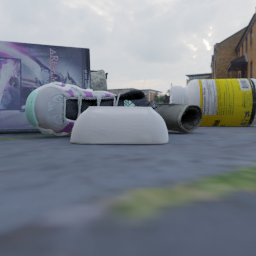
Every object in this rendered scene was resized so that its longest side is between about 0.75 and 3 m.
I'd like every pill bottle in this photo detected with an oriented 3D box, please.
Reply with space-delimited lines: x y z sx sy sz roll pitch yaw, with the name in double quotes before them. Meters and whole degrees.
"pill bottle" 2.918 -0.867 9.650 2.874 1.616 1.616 0 2 6

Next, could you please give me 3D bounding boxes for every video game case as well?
"video game case" -1.840 -0.732 5.121 2.347 1.677 0.223 -1 -7 -18

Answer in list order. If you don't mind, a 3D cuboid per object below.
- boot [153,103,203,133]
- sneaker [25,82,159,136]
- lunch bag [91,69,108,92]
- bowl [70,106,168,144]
"boot" 0.208 -0.200 5.659 2.038 0.740 1.853 18 29 39
"sneaker" -0.303 -0.314 4.469 1.578 0.877 2.256 0 2 36
"lunch bag" -1.803 -1.057 9.591 2.352 1.973 1.639 -1 2 -18
"bowl" -0.077 -0.051 3.704 1.214 0.453 1.212 2 3 3
